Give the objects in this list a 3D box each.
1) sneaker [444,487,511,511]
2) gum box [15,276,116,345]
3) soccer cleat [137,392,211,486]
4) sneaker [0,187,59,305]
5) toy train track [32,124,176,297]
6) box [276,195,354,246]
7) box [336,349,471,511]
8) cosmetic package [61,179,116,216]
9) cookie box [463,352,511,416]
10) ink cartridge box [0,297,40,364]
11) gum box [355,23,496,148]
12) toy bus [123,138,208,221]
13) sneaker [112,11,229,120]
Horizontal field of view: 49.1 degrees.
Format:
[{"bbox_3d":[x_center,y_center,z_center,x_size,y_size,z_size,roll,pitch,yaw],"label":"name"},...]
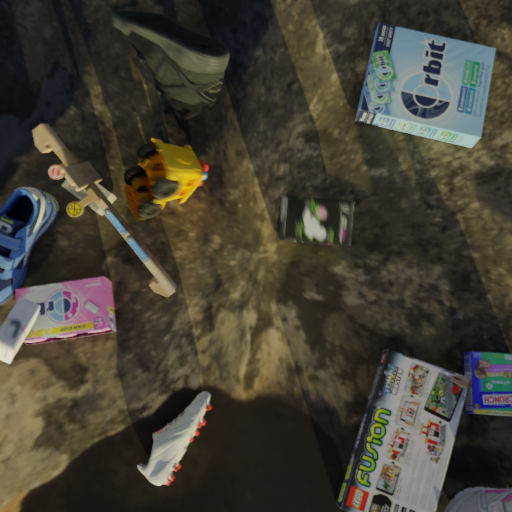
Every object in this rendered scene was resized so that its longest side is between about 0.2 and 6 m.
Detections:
[{"bbox_3d":[4.563,4.583,9.849,2.636,1.163,1.072,-15,77,-4],"label":"sneaker"},{"bbox_3d":[-3.773,1.086,10.998,1.846,0.610,1.048,-8,77,-2],"label":"gum box"},{"bbox_3d":[-1.507,3.328,10.452,0.739,0.660,1.906,29,81,9],"label":"soccer cleat"},{"bbox_3d":[-4.927,-0.254,11.110,0.954,1.061,2.581,21,78,3],"label":"sneaker"},{"bbox_3d":[-2.971,-0.710,10.688,0.638,2.250,3.923,-37,102,3],"label":"toy train track"},{"bbox_3d":[1.145,-0.689,11.120,1.421,1.056,0.883,6,92,1],"label":"box"},{"bbox_3d":[2.760,3.450,10.457,1.662,0.524,3.019,20,77,5],"label":"box"},{"bbox_3d":[-3.494,-1.342,11.724,0.991,0.352,0.521,37,84,9],"label":"cosmetic package"},{"bbox_3d":[4.553,2.460,10.748,0.995,0.437,1.163,4,77,-1],"label":"cookie box"},{"bbox_3d":[-4.315,1.417,9.874,0.408,0.709,1.211,28,52,-11],"label":"ink cartridge box"},{"bbox_3d":[3.684,-3.732,12.204,2.611,0.582,2.219,14,77,3],"label":"gum box"},{"bbox_3d":[-1.738,-1.524,11.394,1.530,1.594,1.082,-7,62,-44],"label":"toy bus"},{"bbox_3d":[-1.932,-3.938,11.638,3.076,1.762,1.176,35,42,22],"label":"sneaker"}]
